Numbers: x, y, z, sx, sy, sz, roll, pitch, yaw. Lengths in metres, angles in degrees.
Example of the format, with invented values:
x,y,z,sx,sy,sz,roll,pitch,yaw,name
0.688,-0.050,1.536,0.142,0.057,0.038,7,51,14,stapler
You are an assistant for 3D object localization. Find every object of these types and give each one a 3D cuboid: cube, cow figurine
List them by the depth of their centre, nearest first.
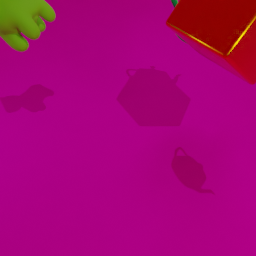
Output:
x,y,z,sx,sy,sz,roll,pitch,yaw,name
-1.901,-1.817,4.174,0.746,1.337,1.359,-24,34,38,cow figurine
1.687,-1.700,4.401,1.312,1.312,1.312,47,110,37,cube

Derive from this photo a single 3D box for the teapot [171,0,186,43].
x,y,z,sx,sy,sz,roll,pitch,yaw,name
1.560,-2.260,5.780,1.810,1.125,0.886,21,66,-28,teapot
